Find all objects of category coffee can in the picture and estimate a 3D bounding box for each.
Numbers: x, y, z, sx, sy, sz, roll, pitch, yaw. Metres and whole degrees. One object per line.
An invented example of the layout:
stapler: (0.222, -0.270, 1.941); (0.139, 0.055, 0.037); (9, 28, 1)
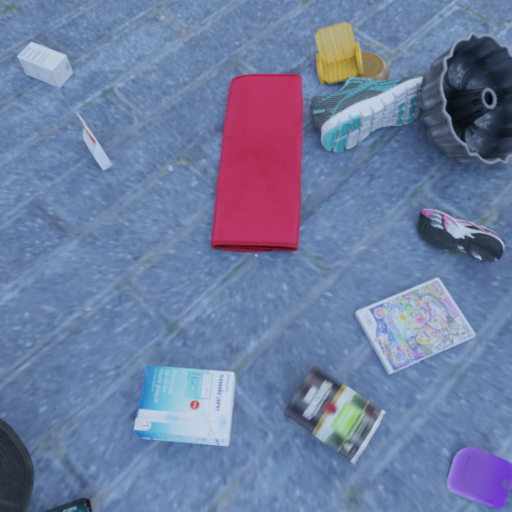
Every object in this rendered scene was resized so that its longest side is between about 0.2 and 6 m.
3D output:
coffee can: (1.262, 2.541, 9.056); (1.329, 0.973, 0.973); (32, 66, 15)

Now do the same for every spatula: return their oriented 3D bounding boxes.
spatula: (4.463, 3.815, 8.739); (2.811, 0.289, 0.794); (19, 77, 8)

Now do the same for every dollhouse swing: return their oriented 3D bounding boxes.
dollhouse swing: (1.855, -4.651, 12.881); (1.010, 0.888, 0.918); (-9, 59, 17)

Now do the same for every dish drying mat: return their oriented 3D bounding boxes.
dish drying mat: (0.102, -2.106, 11.944); (1.741, 0.412, 4.532); (2, 62, 3)

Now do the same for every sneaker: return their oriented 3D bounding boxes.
sneaker: (2.540, -3.488, 12.299); (3.085, 1.197, 1.407); (-23, 60, -14)
sneaker: (3.996, -0.396, 10.928); (1.760, 0.707, 0.760); (32, 28, 28)

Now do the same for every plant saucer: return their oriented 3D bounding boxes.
plant saucer: (2.577, -4.481, 13.330); (1.243, 0.220, 1.243); (0, 61, 0)

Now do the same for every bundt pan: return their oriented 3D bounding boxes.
bundt pan: (4.437, -3.132, 11.640); (2.693, 1.011, 2.693); (1, 87, -28)

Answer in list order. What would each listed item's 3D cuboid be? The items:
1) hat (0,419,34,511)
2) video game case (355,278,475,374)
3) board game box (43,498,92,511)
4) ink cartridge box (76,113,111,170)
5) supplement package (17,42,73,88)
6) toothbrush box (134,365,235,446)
hat: (-4.420, 3.460, 8.273); (2.524, 1.018, 2.524); (0, 77, -1)
video game case: (2.890, 1.249, 10.233); (1.779, 0.160, 1.274); (-21, 64, -11)
board game box: (-3.787, 5.076, 7.978); (3.168, 0.446, 2.143); (-17, 62, -9)
ink cartridge box: (-3.449, -2.377, 11.610); (0.245, 1.037, 0.830); (-34, 49, -5)
supplement package: (-4.935, -4.477, 13.120); (1.012, 0.576, 0.554); (24, 65, 12)
toothbrush box: (-1.144, 2.483, 9.283); (1.512, 0.645, 1.107); (6, 62, 1)
